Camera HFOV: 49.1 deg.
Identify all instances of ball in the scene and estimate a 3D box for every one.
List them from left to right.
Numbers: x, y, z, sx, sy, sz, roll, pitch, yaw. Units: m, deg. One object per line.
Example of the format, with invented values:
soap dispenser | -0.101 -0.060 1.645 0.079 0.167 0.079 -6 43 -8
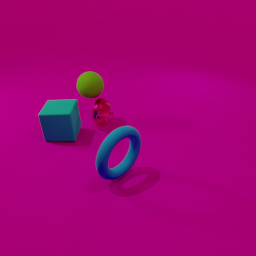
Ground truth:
ball | -1.168 -1.324 8.691 0.831 0.831 0.831 0 30 0

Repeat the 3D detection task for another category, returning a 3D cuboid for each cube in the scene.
cube | -1.967 -0.229 8.265 0.920 0.920 0.920 -1 32 5

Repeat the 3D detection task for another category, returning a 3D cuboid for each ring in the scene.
ring | -0.192 0.584 6.424 0.270 1.350 1.350 29 40 35

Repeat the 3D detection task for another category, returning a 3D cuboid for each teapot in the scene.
teapot | -0.787 -0.500 8.879 0.660 0.838 1.348 12 26 -5
